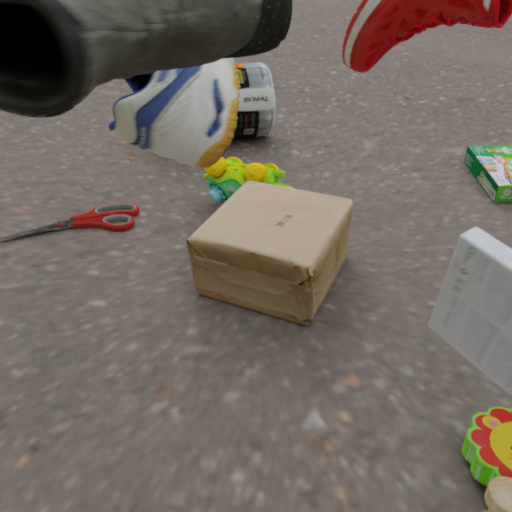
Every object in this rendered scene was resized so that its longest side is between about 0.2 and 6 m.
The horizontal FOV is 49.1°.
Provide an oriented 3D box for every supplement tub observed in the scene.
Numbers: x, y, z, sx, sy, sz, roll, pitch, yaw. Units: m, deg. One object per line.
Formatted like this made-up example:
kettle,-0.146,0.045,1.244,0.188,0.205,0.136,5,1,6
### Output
supplement tub,-0.956,-3.156,11.623,2.496,1.529,1.529,-7,34,-11

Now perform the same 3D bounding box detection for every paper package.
paper package,0.247,-0.129,7.560,1.750,0.950,1.836,14,37,20

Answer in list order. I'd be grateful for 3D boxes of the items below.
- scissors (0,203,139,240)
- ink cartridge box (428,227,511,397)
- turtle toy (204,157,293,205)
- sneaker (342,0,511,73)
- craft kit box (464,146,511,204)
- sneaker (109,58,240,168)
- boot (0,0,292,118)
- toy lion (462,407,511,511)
scissors,-2.982,-0.536,8.949,2.217,0.154,0.811,-7,37,-9
ink cartridge box,1.865,0.497,4.165,0.223,1.099,1.101,-26,51,-24
turtle toy,-0.058,-1.083,9.054,1.715,0.867,1.250,13,12,14
sneaker,2.040,-2.792,6.579,1.397,2.418,0.947,45,59,7
craft kit box,4.923,-1.500,10.161,1.752,0.430,1.774,2,34,-2
sneaker,-0.764,-2.107,5.271,1.139,0.972,2.583,10,63,-21
boot,-1.439,-1.525,3.481,2.996,1.014,1.957,15,35,37
toy lion,2.631,1.990,4.830,1.666,0.572,1.596,17,29,23
